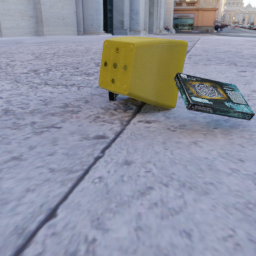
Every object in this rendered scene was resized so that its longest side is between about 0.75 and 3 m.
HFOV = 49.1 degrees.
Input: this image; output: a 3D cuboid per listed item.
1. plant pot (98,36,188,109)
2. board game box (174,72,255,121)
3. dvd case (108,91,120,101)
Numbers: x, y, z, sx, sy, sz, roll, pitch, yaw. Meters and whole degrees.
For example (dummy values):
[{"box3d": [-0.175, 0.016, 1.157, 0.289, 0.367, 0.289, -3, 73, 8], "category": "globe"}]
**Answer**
[{"box3d": [0.335, -2.173, 10.282, 2.206, 2.501, 2.502, -4, 19, -43], "category": "plant pot"}, {"box3d": [2.663, -0.985, 8.732, 2.264, 0.319, 1.531, 8, 43, -18], "category": "board game box"}, {"box3d": [-0.409, -2.511, 12.320, 0.328, 1.992, 2.651, 2, 22, 13], "category": "dvd case"}]
